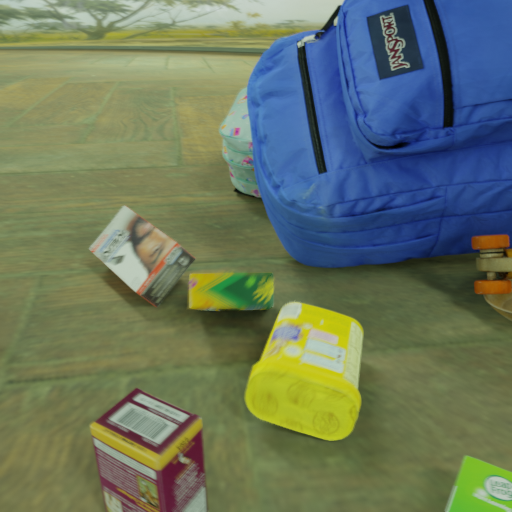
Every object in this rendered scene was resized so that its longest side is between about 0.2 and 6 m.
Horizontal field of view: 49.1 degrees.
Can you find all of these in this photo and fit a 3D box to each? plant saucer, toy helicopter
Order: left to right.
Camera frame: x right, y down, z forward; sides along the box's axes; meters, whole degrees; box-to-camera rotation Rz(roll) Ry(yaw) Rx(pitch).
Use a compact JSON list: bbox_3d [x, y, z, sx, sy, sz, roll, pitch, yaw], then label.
[{"bbox_3d":[3.851,0.088,7.985,1.324,0.790,2.002,-4,-1,25],"label":"toy helicopter"},{"bbox_3d":[3.937,0.599,7.473,1.657,0.293,1.657,-11,15,3],"label":"plant saucer"}]

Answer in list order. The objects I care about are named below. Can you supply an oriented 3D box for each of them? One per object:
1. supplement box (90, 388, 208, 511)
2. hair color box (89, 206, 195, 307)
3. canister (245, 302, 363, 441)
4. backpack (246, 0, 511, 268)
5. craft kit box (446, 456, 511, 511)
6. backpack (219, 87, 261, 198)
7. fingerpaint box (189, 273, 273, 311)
[{"bbox_3d":[-0.838,1.749,4.542,0.714,1.090,0.562,15,30,28],"label":"supplement box"},{"bbox_3d":[-1.721,-0.034,8.288,1.621,0.518,0.899,31,81,43],"label":"hair color box"},{"bbox_3d":[0.598,1.169,6.102,1.117,0.651,1.504,16,26,7],"label":"canister"},{"bbox_3d":[2.053,-1.995,8.191,4.443,3.729,3.611,-9,63,9],"label":"backpack"},{"bbox_3d":[2.164,2.472,3.865,1.896,0.460,1.872,15,27,27],"label":"craft kit box"},{"bbox_3d":[0.322,-2.566,11.958,2.384,1.809,2.857,3,48,26],"label":"backpack"},{"bbox_3d":[-0.302,0.486,7.234,1.011,0.444,1.211,0,-7,-1],"label":"fingerpaint box"}]
